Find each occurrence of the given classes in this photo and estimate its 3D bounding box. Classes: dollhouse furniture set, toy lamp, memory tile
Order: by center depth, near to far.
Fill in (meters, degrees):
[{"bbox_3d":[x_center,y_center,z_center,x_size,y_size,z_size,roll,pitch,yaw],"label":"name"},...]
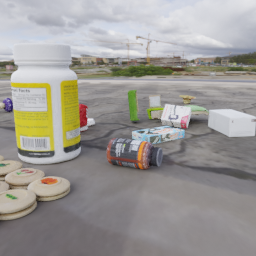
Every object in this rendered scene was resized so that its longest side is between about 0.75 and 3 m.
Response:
[{"bbox_3d":[-2.600,0.991,4.833,2.817,0.237,2.160,9,16,35],"label":"memory tile"},{"bbox_3d":[1.522,-0.956,10.810,2.990,1.154,1.494,-5,3,-1],"label":"dollhouse furniture set"},{"bbox_3d":[-6.416,-0.902,12.234,0.767,0.767,2.634,9,17,37],"label":"toy lamp"}]

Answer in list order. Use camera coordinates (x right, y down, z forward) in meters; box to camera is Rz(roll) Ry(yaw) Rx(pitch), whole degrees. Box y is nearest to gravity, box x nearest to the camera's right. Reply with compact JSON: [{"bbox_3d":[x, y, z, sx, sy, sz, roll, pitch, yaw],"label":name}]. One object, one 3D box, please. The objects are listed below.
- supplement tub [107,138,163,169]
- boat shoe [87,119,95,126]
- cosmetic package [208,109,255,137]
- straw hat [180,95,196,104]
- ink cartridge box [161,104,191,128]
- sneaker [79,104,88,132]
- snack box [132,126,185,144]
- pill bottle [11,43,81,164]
[{"bbox_3d":[0.149,0.557,5.982,1.123,0.601,0.601,6,14,23],"label":"supplement tub"},{"bbox_3d":[-1.912,-0.310,10.110,1.429,0.495,0.506,-1,13,-7],"label":"boat shoe"},{"bbox_3d":[3.395,-0.195,9.282,0.904,0.650,1.602,-1,14,-5],"label":"cosmetic package"},{"bbox_3d":[3.421,-1.617,16.255,0.964,0.408,0.964,3,17,-1],"label":"straw hat"},{"bbox_3d":[1.662,-0.410,9.677,0.903,0.654,0.381,10,-26,23],"label":"ink cartridge box"},{"bbox_3d":[-1.773,-0.297,8.892,0.634,0.935,1.618,11,15,13],"label":"sneaker"},{"bbox_3d":[0.915,0.196,8.379,1.386,0.257,0.805,-8,15,-34],"label":"snack box"},{"bbox_3d":[-1.892,-0.599,6.537,1.481,2.591,1.481,0,12,0],"label":"pill bottle"}]
